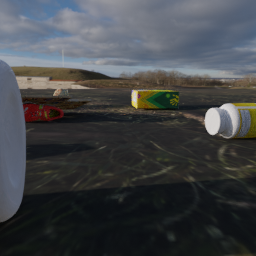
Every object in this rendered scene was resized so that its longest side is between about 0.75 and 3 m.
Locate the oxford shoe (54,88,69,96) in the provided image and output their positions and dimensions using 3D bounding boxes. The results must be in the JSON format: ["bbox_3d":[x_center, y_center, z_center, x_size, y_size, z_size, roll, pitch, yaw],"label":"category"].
[{"bbox_3d":[-3.330,-1.412,13.155,0.846,0.882,2.390,0,10,1],"label":"oxford shoe"}]

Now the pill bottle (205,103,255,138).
[{"bbox_3d":[2.410,-0.158,6.070,1.340,0.753,0.753,-2,10,-15],"label":"pill bottle"}]

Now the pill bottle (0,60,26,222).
[{"bbox_3d":[-2.235,0.149,2.239,2.535,1.423,1.423,-2,10,-12],"label":"pill bottle"}]

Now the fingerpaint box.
[{"bbox_3d":[1.181,-1.342,12.955,1.837,0.807,2.201,0,9,-6],"label":"fingerpaint box"}]

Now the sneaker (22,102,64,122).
[{"bbox_3d":[-2.686,-0.478,8.560,0.672,0.609,1.582,15,17,42],"label":"sneaker"}]

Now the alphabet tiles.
[{"bbox_3d":[-2.896,-0.794,9.573,2.996,0.113,2.504,-5,-5,-38],"label":"alphabet tiles"}]
